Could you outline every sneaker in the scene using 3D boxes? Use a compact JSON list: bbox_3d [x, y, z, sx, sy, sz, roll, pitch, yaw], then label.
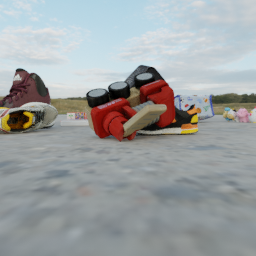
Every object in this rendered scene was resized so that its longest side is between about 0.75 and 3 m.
[{"bbox_3d":[-3.017,-0.743,6.983,1.034,1.578,2.733,2,4,29],"label":"sneaker"},{"bbox_3d":[-2.194,-0.171,6.168,0.708,0.671,1.724,7,16,32],"label":"sneaker"},{"bbox_3d":[0.694,-0.199,5.611,1.450,0.653,0.507,0,3,-8],"label":"sneaker"}]

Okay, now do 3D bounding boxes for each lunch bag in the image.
[{"bbox_3d":[2.547,-0.813,12.393,1.653,1.204,1.944,-1,-11,-15],"label":"lunch bag"}]

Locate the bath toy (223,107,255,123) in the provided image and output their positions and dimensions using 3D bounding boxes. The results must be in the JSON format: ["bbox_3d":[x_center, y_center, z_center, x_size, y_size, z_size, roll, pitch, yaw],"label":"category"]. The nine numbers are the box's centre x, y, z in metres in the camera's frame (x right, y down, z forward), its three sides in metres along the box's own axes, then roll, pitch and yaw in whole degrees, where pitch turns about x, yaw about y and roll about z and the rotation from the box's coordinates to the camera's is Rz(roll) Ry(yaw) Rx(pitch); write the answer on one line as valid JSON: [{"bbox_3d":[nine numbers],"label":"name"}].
[{"bbox_3d":[5.012,-0.581,12.257,0.806,0.685,1.852,-2,4,-23],"label":"bath toy"}]

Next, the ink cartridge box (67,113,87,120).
[{"bbox_3d":[-2.251,-0.507,12.883,0.940,0.435,1.726,1,2,23],"label":"ink cartridge box"}]

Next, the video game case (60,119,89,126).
[{"bbox_3d":[-1.517,-0.204,9.927,1.455,0.178,2.036,-1,4,-5],"label":"video game case"}]

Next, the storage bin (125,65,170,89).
[{"bbox_3d":[0.494,-1.420,11.511,1.408,2.083,0.977,44,-2,-28],"label":"storage bin"}]

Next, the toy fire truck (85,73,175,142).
[{"bbox_3d":[0.231,-0.282,4.484,1.459,1.067,1.658,-22,35,-21],"label":"toy fire truck"}]
